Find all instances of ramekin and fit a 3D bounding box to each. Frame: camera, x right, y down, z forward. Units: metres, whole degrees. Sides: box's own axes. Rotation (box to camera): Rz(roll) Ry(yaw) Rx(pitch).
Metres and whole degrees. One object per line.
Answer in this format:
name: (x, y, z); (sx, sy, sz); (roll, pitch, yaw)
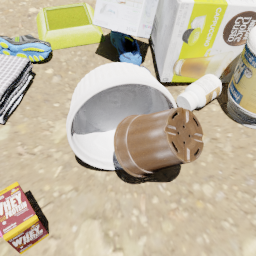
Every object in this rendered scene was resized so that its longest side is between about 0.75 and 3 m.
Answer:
ramekin: (-0.223, -0.378, 7.552); (2.866, 2.866, 1.504); (-10, 40, -8)

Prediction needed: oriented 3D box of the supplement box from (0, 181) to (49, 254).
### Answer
supplement box: (-2.558, 2.109, 6.557); (0.765, 1.152, 1.136); (-31, 57, -22)

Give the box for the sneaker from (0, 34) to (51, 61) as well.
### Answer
sneaker: (-4.271, -3.199, 11.118); (2.594, 0.920, 1.075); (8, 34, 6)

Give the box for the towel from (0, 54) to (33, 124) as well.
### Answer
towel: (-4.710, -1.564, 9.511); (2.229, 1.152, 2.692); (9, 52, 6)

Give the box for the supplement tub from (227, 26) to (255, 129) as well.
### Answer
supplement tub: (4.222, -1.490, 8.391); (2.022, 2.796, 2.022); (0, 50, -1)

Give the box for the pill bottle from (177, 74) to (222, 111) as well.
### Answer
pill bottle: (2.368, -1.128, 9.366); (1.470, 0.840, 0.840); (-33, 58, -23)

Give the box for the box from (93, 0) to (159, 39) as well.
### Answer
box: (-0.084, -4.128, 9.517); (1.948, 1.719, 0.942); (24, 24, 26)

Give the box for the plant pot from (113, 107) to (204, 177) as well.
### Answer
plant pot: (0.770, 0.284, 6.498); (1.603, 1.587, 1.603); (12, 71, -37)

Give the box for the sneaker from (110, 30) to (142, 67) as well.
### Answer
sneaker: (-0.074, -3.414, 11.012); (0.908, 1.080, 2.755); (-10, 52, -11)

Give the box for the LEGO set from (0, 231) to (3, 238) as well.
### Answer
LEGO set: (-4.034, 2.122, 6.791); (2.090, 0.797, 0.858); (32, 57, 24)

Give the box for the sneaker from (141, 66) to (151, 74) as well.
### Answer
sneaker: (0.164, -1.931, 10.213); (1.421, 0.498, 0.771); (13, 57, 2)

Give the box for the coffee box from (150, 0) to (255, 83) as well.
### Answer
coffee box: (2.604, -3.677, 9.857); (2.946, 2.975, 2.980); (0, 51, -8)

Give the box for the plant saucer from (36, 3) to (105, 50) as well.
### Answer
plant saucer: (-2.621, -4.620, 12.278); (2.763, 0.662, 2.759); (-12, 52, -9)
